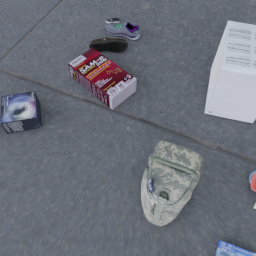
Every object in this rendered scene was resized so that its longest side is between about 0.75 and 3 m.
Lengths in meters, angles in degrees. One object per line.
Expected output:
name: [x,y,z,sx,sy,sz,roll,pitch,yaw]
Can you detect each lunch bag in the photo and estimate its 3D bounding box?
lunch bag: [1.240,1.870,8.852,1.670,2.397,2.010,19,57,12]

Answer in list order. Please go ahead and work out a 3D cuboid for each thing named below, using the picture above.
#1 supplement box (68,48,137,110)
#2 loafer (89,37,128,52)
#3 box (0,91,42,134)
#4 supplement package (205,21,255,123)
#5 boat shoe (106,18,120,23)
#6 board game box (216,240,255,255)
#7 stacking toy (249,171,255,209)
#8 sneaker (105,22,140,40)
supplement box: [-1.145,-2.255,12.460,2.827,0.861,1.539,38,65,22]
loafer: [-0.938,-4.220,13.814,1.921,0.701,0.685,2,55,5]
box: [-4.347,-0.652,11.419,1.400,0.870,1.411,-10,58,-8]
supplement package: [4.547,-2.224,11.346,2.060,2.678,2.801,13,58,8]
boat shoe: [-0.831,-5.867,15.202,0.758,0.251,0.265,3,57,2]
board game box: [3.314,4.348,8.464,1.384,0.300,1.377,18,60,11]
stacking toy: [5.062,2.231,9.871,1.601,0.676,1.450,9,83,9]
sneaker: [-0.278,-5.187,14.378,1.933,0.846,0.719,16,61,10]
